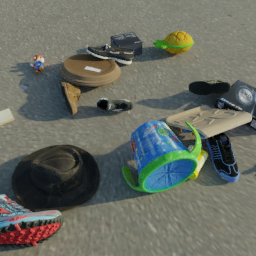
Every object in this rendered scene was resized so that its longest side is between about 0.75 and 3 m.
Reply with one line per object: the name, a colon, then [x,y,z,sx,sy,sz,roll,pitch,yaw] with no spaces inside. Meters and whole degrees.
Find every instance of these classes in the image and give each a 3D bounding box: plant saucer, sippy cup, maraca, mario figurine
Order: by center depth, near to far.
sippy cup: [0.862,0.709,7.936,2.185,1.716,1.602,-16,53,-10]
plant saucer: [-1.564,-2.509,11.681,2.561,0.377,2.561,5,38,-4]
mario figurine: [-3.949,-2.827,12.137,0.652,0.560,1.056,-12,50,-11]
maraca: [2.086,-3.899,12.843,1.843,0.986,1.263,-8,32,-6]

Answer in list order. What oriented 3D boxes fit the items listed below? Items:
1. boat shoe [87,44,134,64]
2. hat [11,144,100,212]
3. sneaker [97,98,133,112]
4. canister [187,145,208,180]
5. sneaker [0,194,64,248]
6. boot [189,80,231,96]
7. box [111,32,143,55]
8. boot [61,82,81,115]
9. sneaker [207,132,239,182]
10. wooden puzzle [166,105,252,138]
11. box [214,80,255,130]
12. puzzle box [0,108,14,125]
boat shoe: [-0.721,-3.294,12.054,2.083,0.628,0.769,10,33,-19]
hat: [-2.037,1.168,7.914,2.507,1.011,2.507,4,51,-5]
sneaker: [-0.514,-0.798,10.168,1.390,0.462,0.629,7,16,11]
canister: [1.967,1.033,8.613,0.708,0.413,0.954,26,51,23]
sneaker: [-3.067,2.195,7.044,2.843,1.127,1.358,-5,45,-5]
boot: [3.122,-1.578,10.791,1.494,0.539,1.129,2,13,15]
box: [-0.079,-3.867,13.053,1.191,0.620,1.084,-16,47,-14]
boot: [-2.068,-1.195,10.583,0.693,0.676,1.836,-6,44,-19]
sneaker: [2.938,0.746,8.656,0.653,0.726,1.863,-7,47,-8]
wooden puzzle: [2.620,-0.180,9.328,1.975,0.494,2.133,-18,20,-21]
box: [4.505,-0.845,10.349,1.614,0.439,2.015,-36,56,-29]
puzzle box: [-4.646,-0.337,10.091,0.929,0.118,0.618,-24,52,-21]
